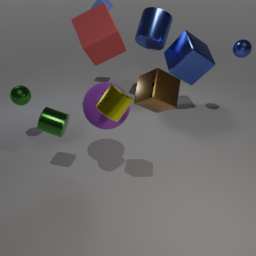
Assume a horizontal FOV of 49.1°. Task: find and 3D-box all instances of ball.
[{"bbox_3d":[-3.734,-1.133,9.753,0.700,0.700,0.700,0,29,0],"label":"ball"},{"bbox_3d":[4.456,-3.092,10.935,0.700,0.700,0.700,0,29,0],"label":"ball"},{"bbox_3d":[-0.635,-0.655,8.319,1.400,1.400,1.400,0,29,0],"label":"ball"}]

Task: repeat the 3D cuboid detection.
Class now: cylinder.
[{"bbox_3d":[-0.338,-0.632,7.052,0.700,0.700,0.700,35,10,-7],"label":"cylinder"},{"bbox_3d":[1.157,-4.438,12.625,1.400,1.400,1.400,17,-4,1],"label":"cylinder"},{"bbox_3d":[-2.123,-0.169,8.025,0.700,0.700,0.700,20,29,-4],"label":"cylinder"}]

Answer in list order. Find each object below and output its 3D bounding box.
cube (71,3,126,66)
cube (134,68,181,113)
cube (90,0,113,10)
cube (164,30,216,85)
[{"bbox_3d":[-1.070,-3.503,10.614,1.400,1.400,1.400,-25,71,5],"label":"cube"},{"bbox_3d":[0.655,-0.816,6.282,0.700,0.700,0.700,19,-17,-31],"label":"cube"},{"bbox_3d":[-1.251,-5.763,13.351,0.700,0.700,0.700,40,36,-18],"label":"cube"},{"bbox_3d":[2.582,-2.962,11.925,1.400,1.400,1.400,22,43,-30],"label":"cube"}]
